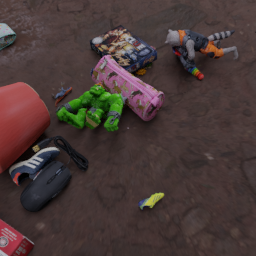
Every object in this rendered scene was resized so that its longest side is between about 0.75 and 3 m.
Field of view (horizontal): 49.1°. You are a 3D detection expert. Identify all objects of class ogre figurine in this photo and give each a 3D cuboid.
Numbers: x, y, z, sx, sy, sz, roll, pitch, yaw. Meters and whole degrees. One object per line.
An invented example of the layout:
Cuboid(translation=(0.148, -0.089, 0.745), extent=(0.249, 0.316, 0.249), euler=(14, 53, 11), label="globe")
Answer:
Cuboid(translation=(-1.090, -0.631, 9.013), extent=(2.415, 1.185, 1.448), euler=(-9, 36, 46), label="ogre figurine")

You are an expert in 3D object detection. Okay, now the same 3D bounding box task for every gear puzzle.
Cuboid(translation=(0.551, -2.707, 10.956), extent=(0.879, 0.222, 1.698), euler=(10, 57, 6), label="gear puzzle")

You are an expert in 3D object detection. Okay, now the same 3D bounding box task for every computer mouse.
Cuboid(translation=(-2.288, 1.170, 7.894), extent=(2.174, 0.500, 1.527), euler=(-41, 89, -23), label="computer mouse")

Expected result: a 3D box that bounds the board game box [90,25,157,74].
Cuboid(translation=(-0.210, -3.051, 10.910), extent=(1.588, 0.406, 2.344), euler=(-33, 57, -18), label="board game box")

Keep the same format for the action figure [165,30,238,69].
Cuboid(translation=(2.580, -3.338, 10.603), extent=(2.493, 1.348, 2.577), euler=(3, 43, -15), label="action figure")

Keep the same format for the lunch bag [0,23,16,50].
Cuboid(translation=(-5.177, -3.748, 11.414), extent=(1.037, 0.632, 0.883), euler=(-38, 63, -16), label="lunch bag")

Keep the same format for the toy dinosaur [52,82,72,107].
Cuboid(translation=(-2.329, -1.209, 10.003), extent=(0.762, 0.441, 0.839), euler=(-14, 92, -22), label="toy dinosaur")

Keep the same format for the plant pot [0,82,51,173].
Cuboid(translation=(-3.600, -0.165, 8.228), extent=(2.319, 2.319, 2.052), euler=(35, 53, 21), label="plant pot")

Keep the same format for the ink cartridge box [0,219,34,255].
Cuboid(translation=(-3.641, 3.220, 6.579), extent=(1.628, 0.919, 2.218), euler=(26, 60, 15), label="ink cartridge box")

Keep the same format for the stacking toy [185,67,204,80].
Cuboid(translation=(2.525, -2.129, 10.531), extent=(0.345, 0.345, 0.808), euler=(-35, 67, -21), label="stacking toy")

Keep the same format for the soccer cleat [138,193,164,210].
Cuboid(translation=(0.665, 2.039, 7.765), extent=(0.776, 0.251, 0.325), euler=(-19, 58, -10), label="soccer cleat")

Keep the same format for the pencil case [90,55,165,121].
Cuboid(translation=(-0.013, -1.362, 9.418), extent=(2.703, 1.119, 1.169), euler=(40, 20, 22), label="pencil case")

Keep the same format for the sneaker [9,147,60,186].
Cuboid(translation=(-2.639, 1.159, 8.202), extent=(1.548, 0.580, 0.654), euler=(-30, 60, -7), label="sneaker")
